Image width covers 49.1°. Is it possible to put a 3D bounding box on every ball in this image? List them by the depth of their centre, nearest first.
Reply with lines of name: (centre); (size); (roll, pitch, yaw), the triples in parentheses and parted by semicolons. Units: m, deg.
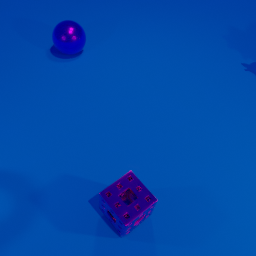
ball: (-1.896, -2.911, 9.039); (1.075, 1.075, 1.075); (0, 48, 0)

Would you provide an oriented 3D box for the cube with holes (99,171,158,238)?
cube with holes: (-0.021, 1.414, 5.192); (0.736, 0.736, 0.736); (-32, 63, -25)
